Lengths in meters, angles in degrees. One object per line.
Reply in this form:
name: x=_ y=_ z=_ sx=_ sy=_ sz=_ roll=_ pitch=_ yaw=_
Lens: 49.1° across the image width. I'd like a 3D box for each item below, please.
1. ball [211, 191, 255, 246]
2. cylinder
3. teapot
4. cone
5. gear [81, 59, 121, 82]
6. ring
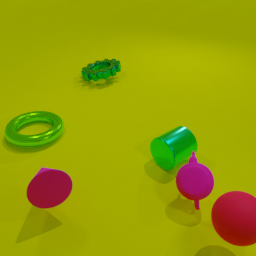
ball: x=1.927 y=1.565 z=4.881 sx=0.922 sy=0.922 sz=0.922 roll=0 pitch=35 yaw=0
cylinder: x=1.189 y=0.509 z=7.300 sx=0.896 sy=0.896 sz=0.896 roll=-25 pitch=42 yaw=-32
teapot: x=1.453 y=1.113 z=6.080 sx=0.802 sy=0.632 sz=1.291 roll=-6 pitch=77 yaw=17
cone: x=-1.726 y=1.048 z=5.888 sx=0.898 sy=0.898 sz=0.901 roll=-16 pitch=29 yaw=-21
gear: x=-1.117 y=-2.440 z=11.686 sx=1.651 sy=0.305 sz=1.651 roll=-9 pitch=32 yaw=6
ring: x=-2.822 y=-0.006 z=8.487 sx=1.750 sy=0.350 sz=1.750 roll=0 pitch=33 yaw=0
